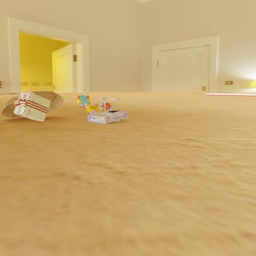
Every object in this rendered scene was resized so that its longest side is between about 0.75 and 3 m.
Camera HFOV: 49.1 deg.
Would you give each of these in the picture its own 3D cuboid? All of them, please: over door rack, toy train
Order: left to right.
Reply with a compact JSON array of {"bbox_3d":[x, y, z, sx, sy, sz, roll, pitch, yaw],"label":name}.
[{"bbox_3d":[-1.453,-0.982,11.843,1.525,0.424,1.145,32,40,7],"label":"toy train"},{"bbox_3d":[-0.710,-0.669,9.805,0.353,0.783,1.060,-8,12,-36],"label":"over door rack"}]

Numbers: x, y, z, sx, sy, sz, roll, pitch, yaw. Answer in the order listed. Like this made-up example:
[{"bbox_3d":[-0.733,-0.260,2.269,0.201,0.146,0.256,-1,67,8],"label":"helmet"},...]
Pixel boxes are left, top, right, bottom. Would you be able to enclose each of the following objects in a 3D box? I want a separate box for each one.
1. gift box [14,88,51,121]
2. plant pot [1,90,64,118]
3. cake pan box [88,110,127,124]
[{"bbox_3d":[-2.657,-0.650,7.678,0.722,0.782,0.730,0,-16,45],"label":"gift box"},{"bbox_3d":[-3.358,-0.854,9.856,2.128,0.292,2.128,-18,-9,-3],"label":"plant pot"},{"bbox_3d":[-0.675,-0.392,9.434,1.032,0.270,0.951,-16,19,-39],"label":"cake pan box"}]
